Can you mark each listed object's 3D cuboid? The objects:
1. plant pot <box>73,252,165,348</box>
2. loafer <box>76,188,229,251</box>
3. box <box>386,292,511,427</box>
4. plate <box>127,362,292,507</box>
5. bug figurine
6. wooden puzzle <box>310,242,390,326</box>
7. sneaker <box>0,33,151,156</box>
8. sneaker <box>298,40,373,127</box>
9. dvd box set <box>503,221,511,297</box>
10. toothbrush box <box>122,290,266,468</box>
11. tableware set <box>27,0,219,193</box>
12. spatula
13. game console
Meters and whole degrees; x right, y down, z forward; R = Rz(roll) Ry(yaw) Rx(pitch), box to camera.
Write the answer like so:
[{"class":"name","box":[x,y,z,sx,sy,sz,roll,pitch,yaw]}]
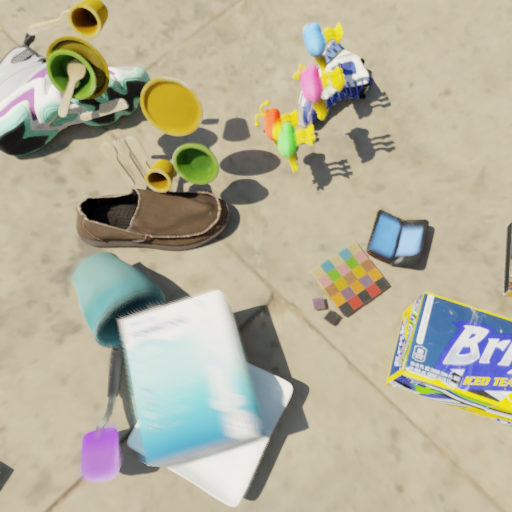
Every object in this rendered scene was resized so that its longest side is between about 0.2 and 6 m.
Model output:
[{"class":"plant pot","box":[-2.590,0.694,10.099,1.404,1.404,1.319,-38,62,-13]},{"class":"loafer","box":[-2.023,-0.723,10.712,3.005,1.067,1.097,-7,70,-3]},{"class":"box","box":[4.604,2.116,9.459,4.415,1.419,1.547,18,71,6]},{"class":"plate","box":[-0.766,2.770,9.671,2.190,0.355,2.194,23,72,18]},{"class":"bug figurine","box":[0.762,-2.965,10.506,0.705,2.739,2.124,13,41,-19]},{"class":"wooden puzzle","box":[1.781,0.454,10.756,1.871,0.131,1.110,-32,73,-14]},{"class":"sneaker","box":[-4.154,-3.807,11.716,3.491,1.357,2.442,-22,72,-8]},{"class":"sneaker","box":[1.770,-3.615,11.919,1.217,0.852,2.108,25,70,11]},{"class":"dvd box set","box":[5.884,0.225,10.763,2.094,0.308,1.532,12,71,4]},{"class":"toothbrush box","box":[-1.049,2.028,9.280,1.778,1.036,2.428,-18,67,1]},{"class":"tableware set","box":[-2.165,-2.527,9.532,2.406,3.572,0.548,-8,40,23]},{"class":"spatula","box":[-2.530,2.563,9.586,0.700,0.254,2.477,-15,46,15]},{"class":"game console","box":[2.733,-0.360,10.779,0.863,0.594,1.001,0,64,44]}]
